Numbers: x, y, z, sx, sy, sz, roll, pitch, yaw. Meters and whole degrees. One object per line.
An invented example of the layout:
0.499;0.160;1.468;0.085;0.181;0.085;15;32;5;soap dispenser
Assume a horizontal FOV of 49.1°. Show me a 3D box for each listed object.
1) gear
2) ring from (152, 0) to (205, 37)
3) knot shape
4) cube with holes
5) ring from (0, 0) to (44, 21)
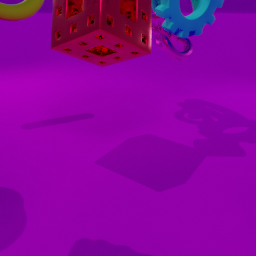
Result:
1.510;-3.132;6.693;1.843;1.843;0.341;-13;36;-27;gear
1.410;-3.576;7.988;0.415;2.077;2.077;-40;40;-19;ring
1.175;-2.540;7.847;1.590;0.785;1.699;48;11;1;knot shape
-0.501;-2.161;5.491;1.382;1.382;1.382;-4;-8;41;cube with holes
-3.127;-3.728;7.201;1.959;1.959;0.392;-12;1;-25;ring
